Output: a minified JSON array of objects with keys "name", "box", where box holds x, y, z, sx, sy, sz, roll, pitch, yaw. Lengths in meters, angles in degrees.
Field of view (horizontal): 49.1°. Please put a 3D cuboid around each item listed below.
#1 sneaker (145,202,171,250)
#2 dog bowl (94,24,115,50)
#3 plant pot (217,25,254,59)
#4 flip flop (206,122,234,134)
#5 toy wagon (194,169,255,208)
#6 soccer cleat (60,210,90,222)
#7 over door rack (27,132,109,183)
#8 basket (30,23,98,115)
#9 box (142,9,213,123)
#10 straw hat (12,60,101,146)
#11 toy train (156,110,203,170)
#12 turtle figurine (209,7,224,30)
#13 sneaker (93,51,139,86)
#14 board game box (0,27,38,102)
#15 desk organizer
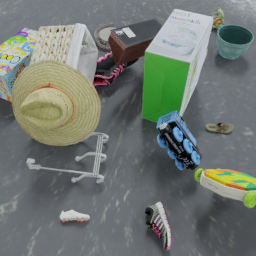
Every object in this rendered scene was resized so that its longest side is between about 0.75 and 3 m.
[{"name":"sneaker","box":[0.781,2.645,7.535,0.571,0.481,1.305,-9,49,-6]},{"name":"dog bowl","box":[-0.786,-4.184,12.888,1.517,0.445,1.517,0,52,0]},{"name":"plant pot","box":[4.498,-3.606,12.094,1.470,0.985,1.470,0,51,0]},{"name":"flip flop","box":[3.207,-0.048,9.754,0.964,0.278,0.391,4,52,3]},{"name":"toy wagon","box":[2.945,1.493,7.448,2.216,0.438,1.719,5,11,-34]},{"name":"soccer cleat","box":[-1.483,2.436,7.818,0.834,0.289,0.324,-2,49,2]},{"name":"over door rack","box":[-1.801,0.744,8.711,2.267,0.755,1.675,15,51,-15]},{"name":"basket","box":[-2.257,-1.924,9.688,1.722,1.892,2.791,6,77,10]},{"name":"box","box":[1.658,-1.962,9.542,1.433,2.964,2.616,19,55,15]},{"name":"straw hat","box":[-2.285,-0.545,7.935,2.836,2.836,1.200,8,18,6]},{"name":"toy train","box":[1.564,0.418,8.394,0.813,1.875,1.071,-25,28,32]},{"name":"turtle figurine","box":[4.118,-5.297,13.445,1.344,0.967,1.303,7,48,1]},{"name":"sneaker","box":[-0.719,-2.275,11.122,2.792,1.103,1.332,-23,61,-8]},{"name":"board game box","box":[-4.225,-2.503,10.946,1.388,1.413,2.695,21,54,17]},{"name":"desk organizer","box":[0.327,-3.185,10.327,2.447,0.942,0.878,-30,74,-38]}]
